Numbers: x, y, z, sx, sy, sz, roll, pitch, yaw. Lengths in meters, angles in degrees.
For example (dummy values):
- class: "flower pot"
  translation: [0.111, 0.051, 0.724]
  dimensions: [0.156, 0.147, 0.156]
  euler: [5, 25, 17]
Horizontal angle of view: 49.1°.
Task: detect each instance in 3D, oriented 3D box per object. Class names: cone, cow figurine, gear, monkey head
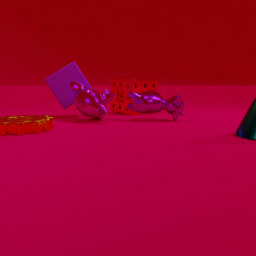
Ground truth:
- class: "cone"
  translation: [3.166, -0.525, 6.342]
  dimensions: [1.389, 1.394, 1.389]
  euler: [-2, 9, 0]
- class: "cow figurine"
  translation: [0.935, -0.750, 8.950]
  dimensions: [1.569, 0.861, 1.544]
  euler: [-7, 22, -36]
- class: "gear"
  translation: [-2.776, -0.104, 7.263]
  dimensions: [1.610, 0.298, 1.610]
  euler: [0, 9, 0]
- class: "monkey head"
  translation: [-1.061, -0.906, 8.933]
  dimensions: [1.726, 1.241, 1.040]
  euler: [44, -9, 25]

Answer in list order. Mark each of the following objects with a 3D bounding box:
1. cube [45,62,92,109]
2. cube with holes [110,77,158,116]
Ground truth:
- class: "cube"
  translation: [-2.062, -1.454, 9.829]
  dimensions: [1.170, 1.170, 1.170]
  euler: [-34, 10, -8]
- class: "cube with holes"
  translation: [0.224, -1.294, 11.099]
  dimensions: [1.323, 1.323, 1.323]
  euler: [-7, 16, -38]
